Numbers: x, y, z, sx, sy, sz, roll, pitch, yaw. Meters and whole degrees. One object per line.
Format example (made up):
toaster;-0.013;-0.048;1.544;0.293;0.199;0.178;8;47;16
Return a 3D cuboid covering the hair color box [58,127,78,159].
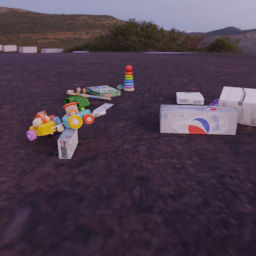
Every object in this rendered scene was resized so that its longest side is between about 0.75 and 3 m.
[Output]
hair color box;-1.786;0.412;8.413;0.358;0.585;1.181;0;19;0

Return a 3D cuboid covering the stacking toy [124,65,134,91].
stacking toy;0.058;-2.993;16.805;0.635;1.487;0.635;0;19;0

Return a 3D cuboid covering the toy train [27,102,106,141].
toy train;-2.237;-0.386;9.239;2.773;0.771;2.083;-13;14;18

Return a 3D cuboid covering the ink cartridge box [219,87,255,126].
ink cartridge box;4.445;-0.788;10.540;1.817;1.322;0.763;11;57;28

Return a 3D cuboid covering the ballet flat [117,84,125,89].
ballet flat;-0.267;-2.554;17.418;0.838;0.317;0.268;-1;-4;-14

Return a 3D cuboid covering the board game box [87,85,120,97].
board game box;-1.431;-2.114;16.126;1.281;0.277;1.904;-10;21;-27

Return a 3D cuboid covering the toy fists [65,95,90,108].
toy fists;-2.416;-1.282;13.462;1.373;0.472;0.700;16;22;42

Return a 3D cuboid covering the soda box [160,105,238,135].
soda box;2.480;-0.310;10.099;2.643;0.838;0.902;2;19;5

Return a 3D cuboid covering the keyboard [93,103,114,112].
keyboard;-1.135;-0.943;13.120;0.418;0.079;1.485;11;22;16

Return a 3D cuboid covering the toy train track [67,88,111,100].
toy train track;-1.914;-1.743;14.092;2.307;0.375;1.323;5;8;-32

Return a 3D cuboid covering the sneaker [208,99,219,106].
sneaker;3.821;-0.994;12.294;1.258;0.556;0.506;-11;22;15

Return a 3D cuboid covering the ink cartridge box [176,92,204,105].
ink cartridge box;3.146;-1.542;14.430;1.286;0.400;1.598;2;15;6
